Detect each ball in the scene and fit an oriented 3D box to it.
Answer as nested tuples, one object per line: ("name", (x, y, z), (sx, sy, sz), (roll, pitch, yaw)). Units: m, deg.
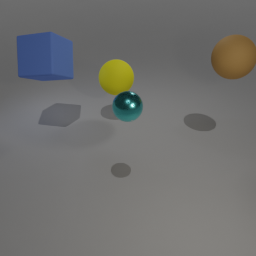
("ball", (-0.009, -0.486, 6.333), (0.700, 0.700, 0.700), (0, 31, 0))
("ball", (-0.462, -2.000, 11.114), (1.400, 1.400, 1.400), (0, 31, 0))
("ball", (3.400, -2.271, 9.010), (1.400, 1.400, 1.400), (0, 31, 0))

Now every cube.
("cube", (-2.890, -2.462, 9.915), (1.400, 1.400, 1.400), (0, 4, 18))
